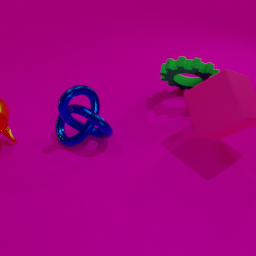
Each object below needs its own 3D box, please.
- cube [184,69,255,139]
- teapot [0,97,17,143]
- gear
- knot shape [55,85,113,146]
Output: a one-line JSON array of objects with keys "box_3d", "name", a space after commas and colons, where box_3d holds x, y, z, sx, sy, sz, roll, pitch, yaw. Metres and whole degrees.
[{"box_3d": [2.632, -0.586, 7.676, 1.385, 1.385, 1.385, 1, 67, -44], "name": "cube"}, {"box_3d": [-3.799, -0.211, 7.643, 1.283, 2.063, 1.010, -38, 55, -2], "name": "teapot"}, {"box_3d": [2.120, -1.811, 9.703, 1.973, 1.973, 0.365, 11, 78, 13], "name": "gear"}, {"box_3d": [-1.442, -0.198, 8.102, 1.734, 1.853, 0.856, -28, 18, 24], "name": "knot shape"}]
